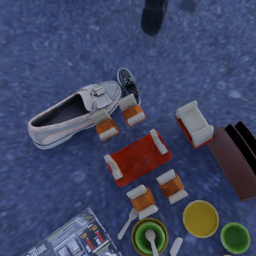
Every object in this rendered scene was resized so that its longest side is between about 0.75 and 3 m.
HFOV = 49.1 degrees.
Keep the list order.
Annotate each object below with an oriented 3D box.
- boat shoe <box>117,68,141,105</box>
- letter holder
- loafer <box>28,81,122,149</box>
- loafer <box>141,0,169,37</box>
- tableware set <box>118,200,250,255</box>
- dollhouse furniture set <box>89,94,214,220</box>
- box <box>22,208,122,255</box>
[{"bbox_3d":[0.047,-1.183,7.764,0.432,0.356,1.259,-20,71,-7],"label":"boat shoe"},{"bbox_3d":[2.782,0.700,6.595,0.872,1.233,1.734,-24,71,-9],"label":"letter holder"},{"bbox_3d":[-1.259,-0.467,7.113,2.694,0.847,0.968,-36,64,-18],"label":"loafer"},{"bbox_3d":[0.832,-3.717,8.012,0.788,0.783,2.166,17,98,6],"label":"loafer"},{"bbox_3d":[1.289,2.398,6.395,2.748,0.422,1.851,29,72,10],"label":"tableware set"},{"bbox_3d":[0.722,0.484,6.851,2.597,1.352,2.625,-29,73,1],"label":"dollhouse furniture set"},{"bbox_3d":[-1.225,2.946,6.159,1.901,0.473,1.499,-35,73,-12],"label":"box"}]
